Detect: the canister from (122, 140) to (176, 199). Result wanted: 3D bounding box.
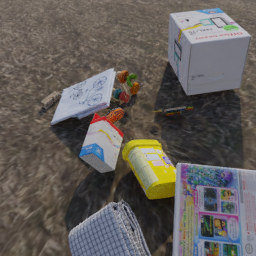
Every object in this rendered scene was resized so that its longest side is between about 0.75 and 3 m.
[{"bbox_3d":[0.626,1.007,7.017,1.097,0.639,1.477,2,38,-32],"label":"canister"}]

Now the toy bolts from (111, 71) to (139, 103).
[{"bbox_3d":[-0.170,-1.430,9.939,0.718,0.988,1.035,25,81,24],"label":"toy bolts"}]

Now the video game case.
[{"bbox_3d":[2.015,1.917,5.812,2.091,0.272,2.297,5,62,5],"label":"video game case"}]

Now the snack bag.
[{"bbox_3d":[-1.459,-1.002,9.228,2.187,0.234,2.062,-19,38,19],"label":"snack bag"}]

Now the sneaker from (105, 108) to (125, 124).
[{"bbox_3d":[-0.531,-0.190,8.509,1.111,0.431,0.622,-33,25,-6],"label":"sneaker"}]

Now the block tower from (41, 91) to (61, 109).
[{"bbox_3d":[-2.691,-0.989,9.778,0.239,0.223,0.827,17,43,20],"label":"block tower"}]

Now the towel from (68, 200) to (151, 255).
[{"bbox_3d":[-0.258,2.212,4.854,0.648,1.253,1.513,16,41,-56],"label":"towel"}]

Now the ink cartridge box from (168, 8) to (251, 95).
[{"bbox_3d":[2.847,-2.921,10.514,2.062,2.052,2.811,-8,41,-4],"label":"ink cartridge box"}]

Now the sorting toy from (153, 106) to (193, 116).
[{"bbox_3d":[1.468,-0.524,9.016,1.320,0.223,0.636,-8,0,3],"label":"sorting toy"}]

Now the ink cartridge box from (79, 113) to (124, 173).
[{"bbox_3d":[-0.633,0.320,7.404,0.498,0.861,1.482,-18,43,35],"label":"ink cartridge box"}]
